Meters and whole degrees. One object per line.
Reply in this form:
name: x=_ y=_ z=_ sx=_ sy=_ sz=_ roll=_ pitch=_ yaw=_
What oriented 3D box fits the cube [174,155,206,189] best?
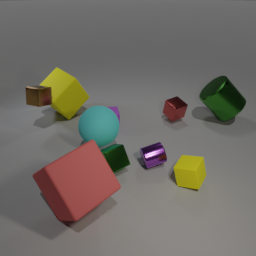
cube: x=1.864 y=1.305 z=8.381 sx=0.700 sy=0.700 sz=0.700 roll=2 pitch=30 yaw=34

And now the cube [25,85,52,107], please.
cube: x=-3.462 y=-1.251 z=10.890 sx=0.700 sy=0.700 sz=0.700 roll=12 pitch=18 yaw=28

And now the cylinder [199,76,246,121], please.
cylinder: x=4.002 y=-1.251 z=11.894 sx=1.400 sy=1.400 sz=1.400 roll=-42 pitch=16 yaw=15

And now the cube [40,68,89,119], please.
cube: x=-2.849 y=-1.509 z=12.283 sx=1.400 sy=1.400 sz=1.400 roll=32 pitch=76 yaw=33

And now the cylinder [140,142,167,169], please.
cylinder: x=0.825 y=0.890 z=9.176 sx=0.700 sy=0.700 sz=0.700 roll=-18 pitch=31 yaw=-8

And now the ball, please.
ball: x=-0.993 y=-0.059 z=9.577 sx=1.400 sy=1.400 sz=1.400 roll=0 pitch=28 yaw=0

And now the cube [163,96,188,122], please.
cube: x=2.018 y=-0.827 z=12.046 sx=0.700 sy=0.700 sz=0.700 roll=-20 pitch=49 yaw=-28

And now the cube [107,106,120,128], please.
cube: x=-0.744 y=-0.421 z=11.689 sx=0.700 sy=0.700 sz=0.700 roll=-4 pitch=33 yaw=-11

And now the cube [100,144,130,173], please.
cube: x=-0.468 y=0.960 z=8.912 sx=0.700 sy=0.700 sz=0.700 roll=-24 pitch=9 yaw=-25

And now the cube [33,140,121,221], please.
cube: x=-1.316 y=1.338 z=7.050 sx=1.400 sy=1.400 sz=1.400 roll=-31 pitch=1 yaw=-33
